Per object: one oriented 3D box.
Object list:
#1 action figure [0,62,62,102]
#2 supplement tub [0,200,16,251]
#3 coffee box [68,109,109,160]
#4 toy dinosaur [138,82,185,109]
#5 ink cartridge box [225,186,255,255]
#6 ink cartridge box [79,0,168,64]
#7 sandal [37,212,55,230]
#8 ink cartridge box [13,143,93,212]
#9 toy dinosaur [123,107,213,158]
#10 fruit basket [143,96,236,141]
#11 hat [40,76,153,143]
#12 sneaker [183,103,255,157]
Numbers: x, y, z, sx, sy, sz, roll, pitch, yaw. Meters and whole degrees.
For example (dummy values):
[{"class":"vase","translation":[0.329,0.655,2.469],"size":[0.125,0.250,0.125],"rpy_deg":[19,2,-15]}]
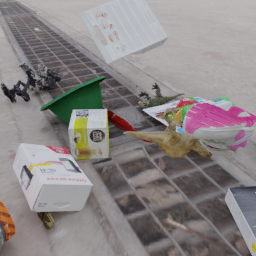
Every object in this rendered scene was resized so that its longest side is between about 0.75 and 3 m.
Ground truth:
[{"class":"action figure","translation":[-3.888,-2.097,11.769],"size":[1.571,1.349,2.643],"rpy_deg":[4,32,27]},{"class":"supplement tub","translation":[-3.343,2.161,4.693],"size":[1.555,1.555,2.537],"rpy_deg":[21,38,30]},{"class":"coffee box","translation":[-1.118,0.168,8.316],"size":[1.073,1.083,1.085],"rpy_deg":[-2,32,-3]},{"class":"toy dinosaur","translation":[1.106,-1.247,11.134],"size":[2.359,0.560,1.039],"rpy_deg":[-23,54,-33]},{"class":"ink cartridge box","translation":[3.545,2.107,5.777],"size":[2.295,0.546,2.322],"rpy_deg":[-2,30,-4]},{"class":"ink cartridge box","translation":[-0.181,-3.857,11.013],"size":[2.833,2.268,0.670],"rpy_deg":[-29,-5,-18]},{"class":"sandal","translation":[-1.811,1.885,6.269],"size":[0.272,0.405,1.009],"rpy_deg":[2,22,-38]},{"class":"ink cartridge box","translation":[-1.828,1.132,6.683],"size":[1.299,0.753,1.759],"rpy_deg":[11,18,-41]},{"class":"toy dinosaur","translation":[0.943,0.187,6.088],"size":[2.229,1.127,0.649],"rpy_deg":[13,37,7]},{"class":"fruit basket","translation":[2.215,-0.553,9.341],"size":[2.532,1.281,2.734],"rpy_deg":[-14,32,-21]},{"class":"hat","translation":[-1.220,-0.090,9.525],"size":[2.480,2.636,2.994],"rpy_deg":[-31,9,-17]},{"class":"sneaker","translation":[1.528,0.110,4.562],"size":[1.835,0.809,0.746],"rpy_deg":[2,27,-40]}]
